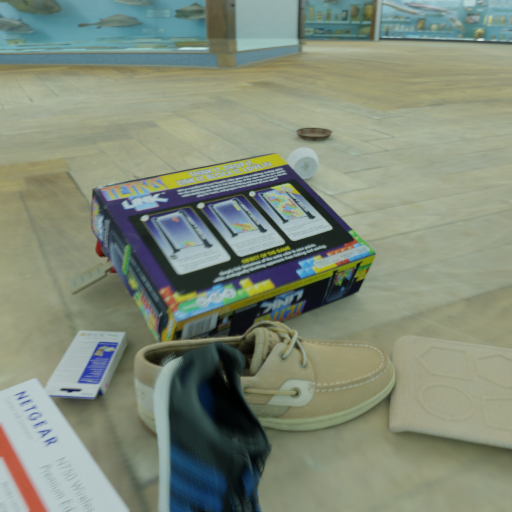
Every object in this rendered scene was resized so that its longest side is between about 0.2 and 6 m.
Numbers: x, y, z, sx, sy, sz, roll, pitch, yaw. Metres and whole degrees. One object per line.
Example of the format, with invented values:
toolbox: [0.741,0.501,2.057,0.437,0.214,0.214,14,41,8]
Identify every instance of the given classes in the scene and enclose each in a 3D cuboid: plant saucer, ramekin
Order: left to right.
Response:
ramekin: [1.115,-2.137,13.150,0.755,0.755,0.352,-4,37,-8]
plant saucer: [1.726,-3.616,16.715,1.090,0.199,1.090,-1,26,0]

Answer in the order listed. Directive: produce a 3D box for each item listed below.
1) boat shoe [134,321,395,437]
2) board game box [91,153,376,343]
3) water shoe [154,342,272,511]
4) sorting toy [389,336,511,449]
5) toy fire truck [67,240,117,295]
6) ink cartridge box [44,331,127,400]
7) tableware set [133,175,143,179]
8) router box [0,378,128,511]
boat shoe: [0.166,1.242,6.002,2.879,0.929,1.026,-7,27,-13]
board game box: [-0.364,-0.189,8.043,3.193,0.905,2.640,-16,50,-30]
water shoe: [-0.279,1.666,4.207,0.732,0.807,2.046,6,58,-44]
sorting toy: [2.425,1.515,6.218,1.805,0.329,1.671,2,26,15]
toy fire truck: [-2.191,0.036,8.509,1.351,0.869,1.189,-2,31,-41]
ink cartridge box: [-2.004,1.324,6.641,0.613,0.240,1.295,2,24,3]
tableware set: [-1.762,-1.477,12.127,1.328,0.403,2.009,-23,34,-38]
router box: [-2.245,2.514,3.511,3.070,0.836,3.421,-19,32,-33]
